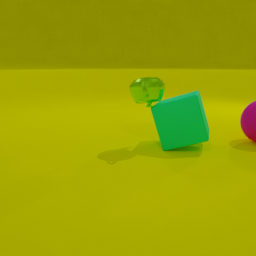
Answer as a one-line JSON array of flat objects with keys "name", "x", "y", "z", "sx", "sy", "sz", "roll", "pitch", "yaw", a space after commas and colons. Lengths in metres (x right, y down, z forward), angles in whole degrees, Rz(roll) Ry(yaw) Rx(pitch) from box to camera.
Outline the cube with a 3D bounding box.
[{"name": "cube", "x": 1.309, "y": -0.205, "z": 6.837, "sx": 1.092, "sy": 1.092, "sz": 1.092, "roll": -14, "pitch": 8, "yaw": 19}]

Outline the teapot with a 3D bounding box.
[{"name": "teapot", "x": 0.453, "y": -0.787, "z": 6.408, "sx": 0.819, "sy": 0.645, "sz": 1.317, "roll": -6, "pitch": -2, "yaw": 10}]

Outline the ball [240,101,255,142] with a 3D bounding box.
[{"name": "ball", "x": 3.471, "y": -0.165, "z": 7.119, "sx": 1.149, "sy": 1.149, "sz": 1.149, "roll": 0, "pitch": 13, "yaw": 0}]
